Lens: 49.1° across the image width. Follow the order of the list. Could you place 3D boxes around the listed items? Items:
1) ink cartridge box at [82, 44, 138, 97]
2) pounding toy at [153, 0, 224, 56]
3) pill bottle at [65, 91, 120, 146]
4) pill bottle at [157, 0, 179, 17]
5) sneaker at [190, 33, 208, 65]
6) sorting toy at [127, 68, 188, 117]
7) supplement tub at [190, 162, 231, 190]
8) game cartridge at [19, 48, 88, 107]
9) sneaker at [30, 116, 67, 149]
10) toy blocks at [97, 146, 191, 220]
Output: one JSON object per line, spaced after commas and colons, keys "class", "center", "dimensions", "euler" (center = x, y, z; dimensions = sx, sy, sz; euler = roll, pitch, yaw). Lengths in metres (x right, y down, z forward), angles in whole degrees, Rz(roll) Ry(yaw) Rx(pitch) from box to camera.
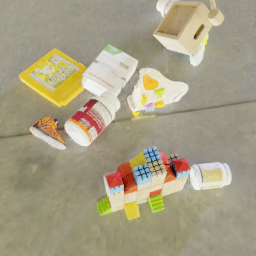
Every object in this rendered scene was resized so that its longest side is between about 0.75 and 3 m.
{"class": "ink cartridge box", "center": [-0.665, -1.999, 10.271], "dimensions": [1.335, 0.771, 1.828], "euler": [31, 62, 3]}
{"class": "pounding toy", "center": [2.556, -3.847, 10.193], "dimensions": [2.225, 1.159, 2.533], "euler": [-56, 39, 4]}
{"class": "pill bottle", "center": [-1.111, -0.356, 9.199], "dimensions": [1.026, 1.026, 1.817], "euler": [32, 61, 19]}
{"class": "pill bottle", "center": [2.084, -5.162, 12.391], "dimensions": [0.924, 0.924, 1.648], "euler": [-37, 64, -21]}
{"class": "sneaker", "center": [2.571, -3.240, 11.355], "dimensions": [1.025, 0.739, 1.952], "euler": [11, 50, 22]}
{"class": "sorting toy", "center": [1.045, -1.105, 9.385], "dimensions": [1.707, 1.896, 1.013], "euler": [-5, 71, -14]}
{"class": "supplement tub", "center": [2.404, 1.398, 8.207], "dimensions": [1.015, 0.734, 0.734], "euler": [-5, 57, -6]}
{"class": "game cartridge", "center": [-2.645, -1.962, 10.636], "dimensions": [2.209, 0.358, 1.947], "euler": [32, 63, 19]}
{"class": "sneaker", "center": [-2.450, 0.077, 9.186], "dimensions": [1.471, 0.570, 0.824], "euler": [29, 63, 17]}
{"class": "toy blocks", "center": [0.480, 1.310, 7.538], "dimensions": [2.882, 1.970, 1.440], "euler": [-15, 58, -10]}
